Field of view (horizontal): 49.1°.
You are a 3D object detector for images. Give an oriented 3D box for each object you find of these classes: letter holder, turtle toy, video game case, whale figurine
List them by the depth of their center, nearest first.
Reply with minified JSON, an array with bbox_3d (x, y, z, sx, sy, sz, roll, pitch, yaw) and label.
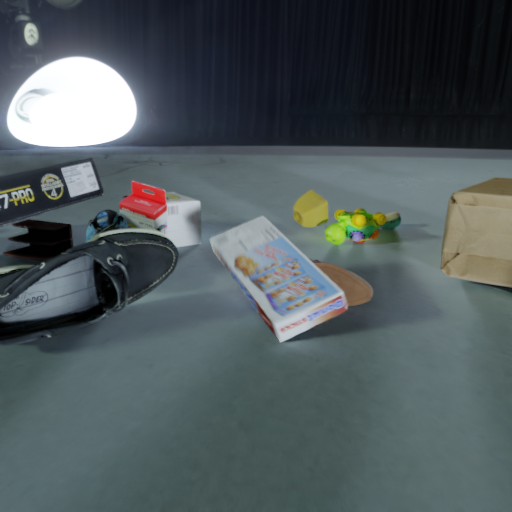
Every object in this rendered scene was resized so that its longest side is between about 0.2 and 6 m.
[{"bbox_3d":[4.419,0.357,9.793,1.420,0.135,1.014,-8,16,-32],"label":"video game case"},{"bbox_3d":[-4.539,-0.325,11.508,1.231,0.619,0.875,7,18,26],"label":"letter holder"},{"bbox_3d":[2.167,-0.636,12.494,1.404,0.710,1.024,-6,14,-21],"label":"turtle toy"},{"bbox_3d":[3.292,-0.829,14.152,0.758,0.393,0.603,-21,6,24],"label":"whale figurine"}]

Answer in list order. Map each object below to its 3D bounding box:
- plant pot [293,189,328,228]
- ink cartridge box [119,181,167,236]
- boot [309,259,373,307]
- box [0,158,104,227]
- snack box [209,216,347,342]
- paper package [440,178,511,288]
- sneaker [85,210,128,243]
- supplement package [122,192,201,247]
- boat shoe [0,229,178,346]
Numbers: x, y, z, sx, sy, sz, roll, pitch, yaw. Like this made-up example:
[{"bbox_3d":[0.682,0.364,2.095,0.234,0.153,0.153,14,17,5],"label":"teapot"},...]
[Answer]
[{"bbox_3d":[1.204,-1.015,12.848,0.643,0.629,0.624,-30,48,-19],"label":"plant pot"},{"bbox_3d":[-2.177,-0.662,10.855,0.811,1.396,0.469,17,36,18],"label":"ink cartridge box"},{"bbox_3d":[1.070,0.334,9.072,1.782,0.626,1.303,16,8,17],"label":"boot"},{"bbox_3d":[-5.655,-0.975,11.401,3.212,0.979,3.985,-9,13,34],"label":"box"},{"bbox_3d":[0.204,0.202,8.263,1.015,0.343,2.823,-23,31,-11],"label":"snack box"},{"bbox_3d":[4.977,-0.418,9.570,2.760,1.498,2.895,10,16,33],"label":"paper package"},{"bbox_3d":[-2.679,-0.175,9.710,1.030,1.182,2.628,-4,17,-14],"label":"sneaker"},{"bbox_3d":[-2.124,-0.798,12.494,1.326,1.020,1.387,-9,18,-31],"label":"supplement package"},{"bbox_3d":[-2.247,0.413,7.462,3.205,1.198,1.063,-12,21,-39],"label":"boat shoe"}]
